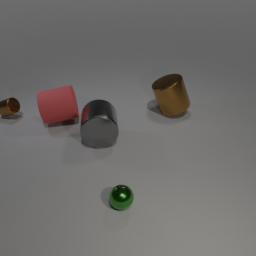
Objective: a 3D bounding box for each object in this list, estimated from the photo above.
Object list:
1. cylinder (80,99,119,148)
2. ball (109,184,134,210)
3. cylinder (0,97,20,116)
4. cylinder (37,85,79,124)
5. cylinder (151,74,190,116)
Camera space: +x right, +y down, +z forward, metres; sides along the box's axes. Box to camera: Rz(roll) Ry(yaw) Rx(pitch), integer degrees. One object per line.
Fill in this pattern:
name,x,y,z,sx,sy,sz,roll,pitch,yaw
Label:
cylinder,-1.095,-0.180,10.711,1.400,1.400,1.400,-3,32,-5
ball,-0.185,1.955,7.938,0.700,0.700,0.700,0,32,0
cylinder,-5.195,-0.921,12.188,0.700,0.700,0.700,-11,25,27
cylinder,-2.906,-0.985,11.738,1.400,1.400,1.400,-12,33,-3
cylinder,1.919,-1.475,12.456,1.400,1.400,1.400,-19,29,11
